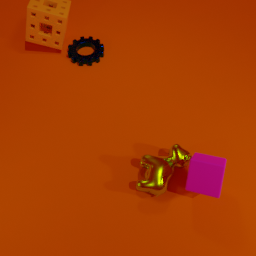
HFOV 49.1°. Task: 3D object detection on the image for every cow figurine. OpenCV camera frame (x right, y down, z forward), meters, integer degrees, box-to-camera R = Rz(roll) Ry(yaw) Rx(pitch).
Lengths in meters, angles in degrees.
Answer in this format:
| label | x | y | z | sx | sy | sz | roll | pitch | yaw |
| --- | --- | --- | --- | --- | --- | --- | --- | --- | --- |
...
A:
| label | x | y | z | sx | sy | sz | roll | pitch | yaw |
| --- | --- | --- | --- | --- | --- | --- | --- | --- | --- |
| cow figurine | 1.060 | 1.169 | 7.734 | 1.523 | 0.849 | 1.547 | 10 | 70 | 2 |

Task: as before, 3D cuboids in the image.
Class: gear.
| label | x | y | z | sx | sy | sz | roll | pitch | yaw |
| --- | --- | --- | --- | --- | --- | --- | --- | --- | --- |
| gear | -1.575 | -2.896 | 10.523 | 1.353 | 0.250 | 1.353 | 0 | 59 | 0 |

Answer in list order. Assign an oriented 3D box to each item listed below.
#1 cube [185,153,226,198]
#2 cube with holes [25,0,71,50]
| label | x | y | z | sx | sy | sz | roll | pitch | yaw |
| --- | --- | --- | --- | --- | --- | --- | --- | --- | --- |
| cube | 2.004 | 1.179 | 7.164 | 0.828 | 0.828 | 0.828 | 11 | 101 | 20 |
| cube with holes | -2.897 | -3.912 | 10.207 | 1.307 | 1.307 | 1.307 | 11 | 47 | -14 |
